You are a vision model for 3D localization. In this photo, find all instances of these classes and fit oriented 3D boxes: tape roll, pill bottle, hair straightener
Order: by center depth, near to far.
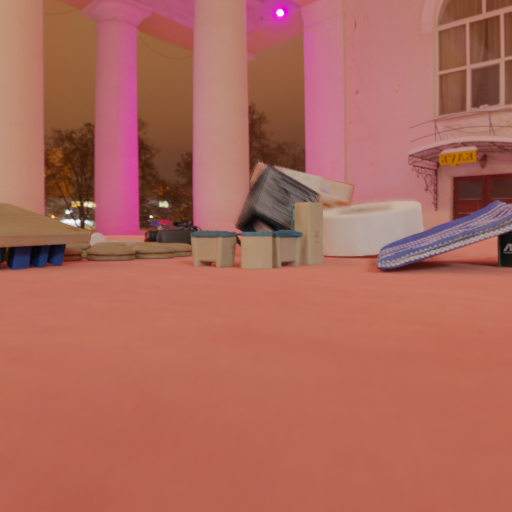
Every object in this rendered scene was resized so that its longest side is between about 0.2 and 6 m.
[{"bbox_3d":[1.880,-0.483,9.547,1.882,0.658,1.882,-8,9,1],"label":"tape roll"},{"bbox_3d":[-1.055,-0.286,12.149,2.637,0.540,1.015,4,0,-42],"label":"hair straightener"},{"bbox_3d":[-3.987,-0.362,13.577,0.394,0.394,0.703,-2,3,-43],"label":"pill bottle"}]

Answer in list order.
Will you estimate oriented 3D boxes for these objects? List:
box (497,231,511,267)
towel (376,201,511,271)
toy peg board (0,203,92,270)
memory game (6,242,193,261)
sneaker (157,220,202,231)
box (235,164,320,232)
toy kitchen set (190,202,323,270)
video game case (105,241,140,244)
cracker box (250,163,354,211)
[{"bbox_3d":[4.441,-0.119,6.633,2.196,0.540,2.274,-1,3,-41],"label":"box"},{"bbox_3d":[2.346,-0.287,6.767,1.870,0.308,2.583,-20,-2,13],"label":"towel"},{"bbox_3d":[-3.094,-0.113,6.684,1.517,0.745,1.524,18,11,22],"label":"toy peg board"},{"bbox_3d":[-2.895,-0.104,9.602,3.648,0.232,3.648,0,2,0],"label":"memory game"},{"bbox_3d":[-1.583,-0.497,13.304,0.739,0.685,1.834,2,3,36],"label":"sneaker"},{"bbox_3d":[0.321,-0.653,8.129,0.930,0.923,0.573,29,-33,-13],"label":"box"},{"bbox_3d":[0.032,-0.275,7.069,1.096,0.806,1.368,2,3,39],"label":"toy kitchen set"},{"bbox_3d":[-4.440,-0.377,16.551,1.640,0.148,1.174,0,3,13],"label":"video game case"},{"bbox_3d":[0.994,-1.168,12.764,2.228,0.643,1.492,14,-34,9],"label":"cracker box"}]
